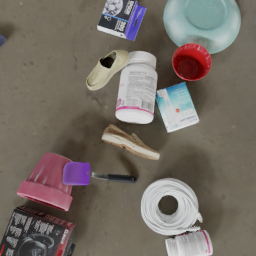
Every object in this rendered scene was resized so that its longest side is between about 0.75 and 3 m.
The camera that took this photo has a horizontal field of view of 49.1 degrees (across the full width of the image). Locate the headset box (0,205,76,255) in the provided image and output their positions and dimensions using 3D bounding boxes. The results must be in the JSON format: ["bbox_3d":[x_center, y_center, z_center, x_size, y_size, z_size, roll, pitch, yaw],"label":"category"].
[{"bbox_3d":[-2.878,3.756,9.230,2.258,0.872,1.680,18,82,2],"label":"headset box"}]

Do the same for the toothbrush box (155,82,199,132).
[{"bbox_3d":[1.718,-0.723,10.008,1.096,0.638,1.497,-17,83,-2],"label":"toothbrush box"}]

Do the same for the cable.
[{"bbox_3d":[1.381,2.604,9.391,1.890,0.654,1.890,-15,88,7],"label":"cable"}]

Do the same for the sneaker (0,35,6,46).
[{"bbox_3d":[-5.364,-3.211,10.418,1.550,0.573,0.637,-19,80,-4],"label":"sneaker"}]

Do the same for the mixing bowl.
[{"bbox_3d":[2.245,-2.270,10.179,1.382,0.748,1.382,0,81,0],"label":"mixing bowl"}]

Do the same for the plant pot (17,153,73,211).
[{"bbox_3d":[-2.523,1.729,9.244,1.707,1.707,1.528,16,66,2],"label":"plant pot"}]

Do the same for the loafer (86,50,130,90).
[{"bbox_3d":[-0.802,-2.008,9.420,1.875,0.640,0.709,-38,60,22],"label":"loafer"}]

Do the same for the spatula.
[{"bbox_3d":[-0.839,1.604,9.340,2.654,0.273,0.750,12,66,-29],"label":"spatula"}]

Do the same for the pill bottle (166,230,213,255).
[{"bbox_3d":[1.995,3.900,9.254,1.382,0.783,0.783,-10,82,-2],"label":"pill bottle"}]

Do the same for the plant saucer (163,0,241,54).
[{"bbox_3d":[2.864,-4.292,10.576,3.004,0.578,3.004,0,81,1],"label":"plant saucer"}]

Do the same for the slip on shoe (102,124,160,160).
[{"bbox_3d":[0.150,0.492,9.781,2.104,0.800,0.637,20,76,9],"label":"slip on shoe"}]

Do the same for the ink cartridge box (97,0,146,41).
[{"bbox_3d":[-0.221,-4.248,10.689,1.512,0.328,1.498,19,81,2],"label":"ink cartridge box"}]

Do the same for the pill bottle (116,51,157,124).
[{"bbox_3d":[0.339,-1.396,9.757,1.289,1.289,2.274,7,76,1],"label":"pill bottle"}]
